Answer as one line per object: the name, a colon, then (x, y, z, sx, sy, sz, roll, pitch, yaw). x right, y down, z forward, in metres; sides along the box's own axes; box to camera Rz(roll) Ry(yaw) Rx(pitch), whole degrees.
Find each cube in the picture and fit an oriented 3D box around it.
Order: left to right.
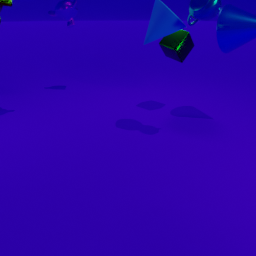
cube: (1.540, -2.628, 8.830, 0.713, 0.713, 0.713, 34, -3, 34)

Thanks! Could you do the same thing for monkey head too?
monkey head: (-3.458, -3.225, 7.357, 0.739, 1.027, 0.619, -15, 2, -29)
monkey head: (-2.294, -4.259, 10.416, 1.253, 0.901, 0.755, -14, -12, 20)

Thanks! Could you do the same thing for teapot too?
teapot: (1.672, -2.578, 5.837, 0.543, 1.109, 0.689, 20, 42, -40)

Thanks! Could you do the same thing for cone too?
cone: (0.682, -2.300, 6.504, 0.938, 0.941, 0.938, 38, 20, -17)
cone: (3.260, -2.656, 7.411, 1.314, 1.309, 1.309, 13, 26, 43)
